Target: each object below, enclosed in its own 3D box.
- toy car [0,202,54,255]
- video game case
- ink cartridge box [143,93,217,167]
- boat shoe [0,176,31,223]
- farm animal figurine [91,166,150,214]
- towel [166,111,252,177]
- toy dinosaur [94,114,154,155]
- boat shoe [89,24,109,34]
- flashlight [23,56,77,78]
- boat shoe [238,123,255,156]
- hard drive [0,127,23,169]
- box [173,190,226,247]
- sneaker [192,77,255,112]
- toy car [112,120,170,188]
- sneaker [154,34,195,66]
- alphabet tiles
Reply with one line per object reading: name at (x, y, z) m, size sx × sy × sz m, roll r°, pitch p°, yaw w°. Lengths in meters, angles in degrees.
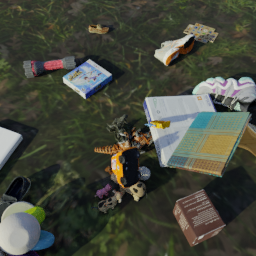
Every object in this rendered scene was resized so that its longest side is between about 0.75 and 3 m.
toy car at (-3.203, 3.412, 7.780) m, size 2.555 × 2.236 × 1.916 m, roll -39°, pitch 100°, yaw -19°
video game case at (-1.813, -2.238, 12.617) m, size 1.495 × 0.375 × 1.650 m, roll 37°, pitch 62°, yaw 24°
ink cartridge box at (2.215, -0.009, 10.642) m, size 2.775 × 0.563 × 2.769 m, roll -5°, pitch 61°, yaw -15°
boat shoe at (-3.872, 2.426, 9.169) m, size 0.728 × 0.607 × 1.952 m, roll 17°, pitch 58°, yaw 10°
farm animal figurine at (-0.195, 1.954, 9.293) m, size 1.765 × 0.930 × 1.785 m, roll 7°, pitch 55°, yaw 5°
towel at (2.019, 0.306, 6.954) m, size 1.483 × 0.219 × 2.022 m, roll 5°, pitch 46°, yaw 43°
toy dinosaur at (-0.111, 0.405, 10.397) m, size 2.222 × 1.135 × 1.508 m, roll -11°, pitch 71°, yaw -34°
boat shoe at (-1.550, -5.223, 14.726) m, size 1.051 × 0.388 × 0.398 m, roll 0°, pitch 55°, yaw 0°
flashlight at (-3.535, -2.831, 12.808) m, size 2.293 × 0.779 × 0.776 m, roll -10°, pitch 75°, yaw -8°
boat shoe at (4.580, 0.324, 10.574) m, size 2.659 × 0.959 × 0.864 m, roll 39°, pitch 27°, yaw 29°
hard drive at (-5.292, 1.033, 10.318) m, size 1.644 × 0.333 × 2.493 m, roll 18°, pitch 57°, yaw 13°
box at (2.144, 2.776, 8.658) m, size 1.001 × 1.011 × 1.219 m, roll -19°, pitch 57°, yaw -13°
sneaker at (4.170, -1.113, 11.386) m, size 2.763 × 1.074 × 1.933 m, roll -8°, pitch 54°, yaw -5°
toy car at (0.424, 0.796, 9.463) m, size 0.891 × 1.314 × 2.679 m, roll 9°, pitch 35°, yaw 45°
sneaker at (2.265, -3.997, 13.589) m, size 1.101 × 0.906 × 2.393 m, roll 37°, pitch 61°, yaw 28°
alphabet tiles at (3.854, -5.017, 14.790) m, size 1.650 × 0.052 × 1.373 m, roll 25°, pitch 59°, yaw 16°
